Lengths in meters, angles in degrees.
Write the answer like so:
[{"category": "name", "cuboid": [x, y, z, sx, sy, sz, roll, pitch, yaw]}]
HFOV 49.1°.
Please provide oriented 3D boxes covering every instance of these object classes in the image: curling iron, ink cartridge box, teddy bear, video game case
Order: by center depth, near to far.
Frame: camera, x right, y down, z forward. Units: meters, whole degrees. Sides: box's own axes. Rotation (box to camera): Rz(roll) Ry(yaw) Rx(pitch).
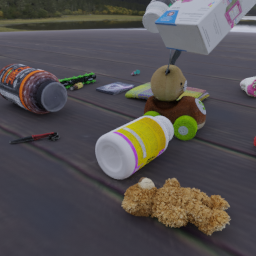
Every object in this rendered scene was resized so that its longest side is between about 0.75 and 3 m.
[{"category": "teddy bear", "cuboid": [0.879, 1.336, 5.142, 1.963, 0.655, 1.423, 15, 26, 30]}, {"category": "ink cartridge box", "cuboid": [1.721, -2.571, 6.156, 1.844, 0.781, 1.333, -46, 39, -12]}, {"category": "curling iron", "cuboid": [-2.688, 0.297, 8.076, 1.405, 0.180, 0.348, -6, 25, -13]}, {"category": "video game case", "cuboid": [-0.576, -1.870, 13.069, 1.096, 0.146, 1.534, 18, 28, 35]}]

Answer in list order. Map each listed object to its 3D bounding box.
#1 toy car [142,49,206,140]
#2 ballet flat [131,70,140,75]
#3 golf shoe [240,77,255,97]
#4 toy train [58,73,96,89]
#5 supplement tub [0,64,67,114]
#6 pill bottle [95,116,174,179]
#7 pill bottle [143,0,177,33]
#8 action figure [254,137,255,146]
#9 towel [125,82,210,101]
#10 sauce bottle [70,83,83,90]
[{"category": "toy car", "cuboid": [1.473, -1.217, 8.623, 1.972, 2.499, 2.053, 9, 25, 19]}, {"category": "ballet flat", "cuboid": [0.402, -3.123, 15.826, 0.276, 0.268, 0.776, -9, 17, 32]}, {"category": "golf shoe", "cuboid": [5.377, -1.814, 12.398, 0.942, 0.776, 2.059, -1, 16, 36]}, {"category": "toy train", "cuboid": [-2.596, -2.275, 13.598, 0.692, 0.512, 2.453, 8, 23, 42]}, {"category": "supplement tub", "cuboid": [-3.488, -1.427, 10.282, 2.917, 1.560, 1.560, 20, 31, 38]}, {"category": "pill bottle", "cuboid": [0.272, 0.348, 6.838, 1.084, 1.084, 2.079, 18, 30, 35]}, {"category": "pill bottle", "cuboid": [1.106, -3.795, 8.975, 0.879, 0.879, 1.555, 13, 57, 27]}, {"category": "action figure", "cuboid": [3.577, 0.685, 6.941, 0.577, 0.456, 1.763, 6, 27, 6]}, {"category": "towel", "cuboid": [1.633, -1.413, 11.735, 2.997, 0.341, 2.152, 14, 28, 33]}, {"category": "sauce bottle", "cuboid": [-2.393, -1.935, 13.088, 0.247, 0.247, 0.763, 11, 26, 24]}]
